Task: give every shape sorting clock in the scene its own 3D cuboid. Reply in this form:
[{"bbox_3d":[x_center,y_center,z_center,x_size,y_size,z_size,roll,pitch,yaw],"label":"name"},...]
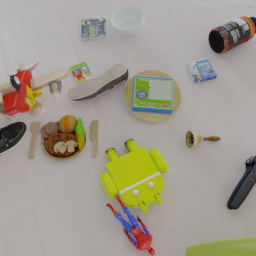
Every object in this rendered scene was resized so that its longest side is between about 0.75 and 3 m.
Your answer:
[{"bbox_3d":[0.974,-1.274,11.065,2.256,0.443,2.256,1,67,-3],"label":"shape sorting clock"}]

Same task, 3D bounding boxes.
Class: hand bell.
[{"bbox_3d":[2.818,0.391,10.261,1.242,0.646,0.646,-2,62,-15],"label":"hand bell"}]

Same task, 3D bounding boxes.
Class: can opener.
[{"bbox_3d":[4.064,1.758,9.360,0.928,0.748,2.360,38,69,17],"label":"can opener"}]

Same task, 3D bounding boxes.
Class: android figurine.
[{"bbox_3d":[0.246,1.623,9.573,2.300,0.519,2.527,-23,64,-11],"label":"android figurine"}]

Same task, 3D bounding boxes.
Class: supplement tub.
[{"bbox_3d":[4.642,-4.093,12.130,2.132,1.140,1.140,-26,66,-14],"label":"supplement tub"}]

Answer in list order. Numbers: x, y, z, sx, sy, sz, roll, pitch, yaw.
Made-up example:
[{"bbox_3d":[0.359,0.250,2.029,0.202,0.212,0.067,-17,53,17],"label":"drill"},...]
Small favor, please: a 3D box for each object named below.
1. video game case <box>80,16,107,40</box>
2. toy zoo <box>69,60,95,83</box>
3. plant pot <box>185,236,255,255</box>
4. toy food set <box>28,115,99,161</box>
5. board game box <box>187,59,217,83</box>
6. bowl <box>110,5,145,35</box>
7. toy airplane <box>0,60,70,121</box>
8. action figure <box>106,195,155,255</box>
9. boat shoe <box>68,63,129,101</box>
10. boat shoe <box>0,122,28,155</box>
[{"bbox_3d":[-1.584,-4.629,12.942,1.242,0.160,1.366,-3,63,-1],"label":"video game case"},{"bbox_3d":[-1.906,-2.294,11.775,0.744,0.116,1.134,-27,66,-13],"label":"toy zoo"},{"bbox_3d":[2.964,4.068,7.399,2.881,2.695,2.695,2,62,18],"label":"plant pot"},{"bbox_3d":[-2.378,0.323,10.212,2.581,0.518,1.782,-2,63,-1],"label":"toy food set"},{"bbox_3d":[3.104,-2.392,11.775,0.943,0.205,0.939,-14,63,-7],"label":"board game box"},{"bbox_3d":[0.009,-4.759,12.678,1.558,0.700,1.558,-1,65,3],"label":"bowl"},{"bbox_3d":[-3.841,-1.338,10.513,2.812,1.984,2.800,8,44,44],"label":"toy airplane"},{"bbox_3d":[0.158,3.107,8.820,0.677,0.535,2.068,-36,73,-11],"label":"action figure"},{"bbox_3d":[-1.096,-1.647,11.152,2.586,0.737,0.864,-29,55,-5],"label":"boat shoe"},{"bbox_3d":[-4.699,0.448,10.012,2.310,0.766,0.863,-34,68,-16],"label":"boat shoe"}]
